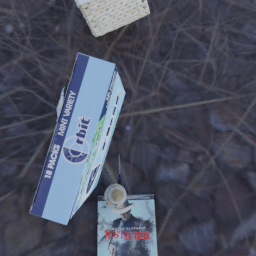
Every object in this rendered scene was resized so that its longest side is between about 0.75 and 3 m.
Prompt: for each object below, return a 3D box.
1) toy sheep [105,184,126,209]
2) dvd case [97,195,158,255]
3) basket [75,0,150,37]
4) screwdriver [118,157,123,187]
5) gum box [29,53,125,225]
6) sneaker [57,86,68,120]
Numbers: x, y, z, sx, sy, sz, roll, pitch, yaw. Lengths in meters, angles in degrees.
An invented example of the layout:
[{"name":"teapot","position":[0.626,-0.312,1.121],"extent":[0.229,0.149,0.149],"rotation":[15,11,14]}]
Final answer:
[{"name":"toy sheep","position":[-0.293,1.542,6.394],"extent":[0.549,0.797,0.549],"rotation":[2,83,-12]},{"name":"dvd case","position":[-0.027,2.525,6.458],"extent":[1.387,0.209,1.900],"rotation":[-1,68,0]},{"name":"basket","position":[-0.436,-3.455,7.913],"extent":[1.842,1.249,1.136],"rotation":[-24,116,-2]},{"name":"screwdriver","position":[-0.200,1.072,6.906],"extent":[0.118,0.123,0.847],"rotation":[-3,87,9]},{"name":"gum box","position":[-0.757,0.175,5.526],"extent":[0.653,2.932,2.491],"rotation":[17,89,3]},{"name":"sneaker","position":[-1.728,-0.644,7.557],"extent":[0.419,0.416,1.157],"rotation":[-19,54,31]}]
